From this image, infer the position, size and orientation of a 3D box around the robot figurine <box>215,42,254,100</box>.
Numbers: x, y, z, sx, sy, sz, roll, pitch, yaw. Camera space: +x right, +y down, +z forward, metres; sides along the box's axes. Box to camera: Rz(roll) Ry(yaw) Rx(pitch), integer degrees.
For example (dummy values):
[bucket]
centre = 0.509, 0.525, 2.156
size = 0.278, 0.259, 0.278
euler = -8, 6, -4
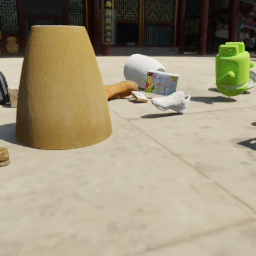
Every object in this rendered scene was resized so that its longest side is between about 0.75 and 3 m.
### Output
[robot figurine]
centre = 4.469, -2.420, 12.031
size = 1.363, 2.357, 2.068
euler = 14, 33, 42

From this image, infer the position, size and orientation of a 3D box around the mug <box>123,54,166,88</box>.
[mug]
centre = 1.224, -2.954, 15.414
size = 2.301, 1.699, 2.018
euler = 9, 15, -43

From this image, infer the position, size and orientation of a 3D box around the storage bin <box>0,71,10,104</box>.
[storage bin]
centre = -6.102, -1.607, 11.341
size = 2.214, 1.611, 1.487
euler = 12, 31, 34

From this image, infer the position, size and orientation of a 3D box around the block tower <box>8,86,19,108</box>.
[block tower]
centre = -3.273, -1.273, 11.229
size = 2.887, 0.835, 0.780
euler = -2, 17, -2

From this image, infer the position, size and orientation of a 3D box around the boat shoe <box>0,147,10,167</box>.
[boat shoe]
centre = -3.103, 0.596, 5.859
size = 1.187, 0.404, 0.427
euler = -5, 18, -14

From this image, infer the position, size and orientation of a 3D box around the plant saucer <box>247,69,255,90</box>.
[plant saucer]
centre = 5.677, -2.396, 14.547
size = 2.162, 0.543, 2.162
euler = -8, 38, 7

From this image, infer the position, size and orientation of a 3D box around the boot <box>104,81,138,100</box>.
[boot]
centre = -0.676, -1.533, 12.241
size = 2.053, 0.756, 1.588
euler = -5, 16, 15

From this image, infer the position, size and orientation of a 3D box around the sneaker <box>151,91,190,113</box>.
[sneaker]
centre = 1.479, -0.977, 9.676
size = 1.556, 0.775, 0.583
euler = 3, 32, -32

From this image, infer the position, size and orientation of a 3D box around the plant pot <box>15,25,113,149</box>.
[plant pot]
centre = -1.756, -1.225, 7.594
size = 2.687, 2.883, 2.687
euler = 1, 17, 0

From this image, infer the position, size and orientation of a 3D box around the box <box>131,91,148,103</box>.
[box]
centre = 0.474, -1.352, 12.040
size = 0.507, 0.177, 0.852
euler = 8, 23, -25

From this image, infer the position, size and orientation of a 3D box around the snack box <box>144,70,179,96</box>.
[snack box]
centre = 1.501, -1.986, 12.530
size = 1.400, 0.995, 0.371
euler = 12, 24, 10
